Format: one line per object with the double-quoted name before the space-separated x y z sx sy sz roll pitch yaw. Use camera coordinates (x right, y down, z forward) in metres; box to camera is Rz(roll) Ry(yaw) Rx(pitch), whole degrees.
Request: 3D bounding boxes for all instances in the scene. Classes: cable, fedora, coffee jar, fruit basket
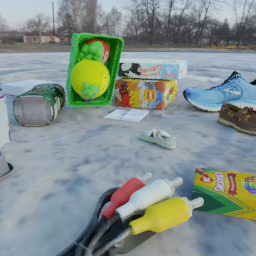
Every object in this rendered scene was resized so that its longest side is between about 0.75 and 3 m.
"cable" -0.330 1.044 2.849 2.383 0.600 1.157 -17 24 -42
"fedora" -2.378 0.591 4.527 0.964 0.435 0.852 -1 18 -3
"coffee jar" -2.389 -0.722 7.888 1.050 0.859 2.014 -1 17 -2
"fruit basket" -0.954 -1.526 7.944 1.672 2.319 2.319 -5 18 -33

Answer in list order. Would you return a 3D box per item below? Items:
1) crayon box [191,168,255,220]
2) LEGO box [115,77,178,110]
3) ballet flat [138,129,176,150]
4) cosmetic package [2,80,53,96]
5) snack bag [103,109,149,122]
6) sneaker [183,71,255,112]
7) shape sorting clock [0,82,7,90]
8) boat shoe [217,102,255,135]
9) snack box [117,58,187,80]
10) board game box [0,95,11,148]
"crayon box" 1.492 0.889 3.831 1.183 0.301 0.751 5 19 15
"LEGO box" 0.721 -1.372 9.873 1.675 0.868 2.249 7 19 20
"ballet flat" 0.633 0.178 5.993 0.346 0.320 1.026 -16 24 -40
"cosmetic package" -4.092 -1.669 11.534 1.229 0.421 1.630 8 19 28
"snack bag" -0.036 -0.391 8.085 1.083 0.116 1.022 6 19 20
"sneaker" 3.041 -1.191 8.765 2.690 1.210 1.054 -1 18 -3
"shape sorting clock" -5.738 -1.910 12.510 1.442 0.283 1.442 0 18 0
"boat shoe" 2.884 -0.240 6.878 0.601 0.564 1.670 -9 20 -26
"snack box" 0.481 -2.078 9.722 2.904 0.539 1.687 6 19 19
"board game box" -3.642 -0.115 5.644 2.058 1.079 1.060 4 18 9
